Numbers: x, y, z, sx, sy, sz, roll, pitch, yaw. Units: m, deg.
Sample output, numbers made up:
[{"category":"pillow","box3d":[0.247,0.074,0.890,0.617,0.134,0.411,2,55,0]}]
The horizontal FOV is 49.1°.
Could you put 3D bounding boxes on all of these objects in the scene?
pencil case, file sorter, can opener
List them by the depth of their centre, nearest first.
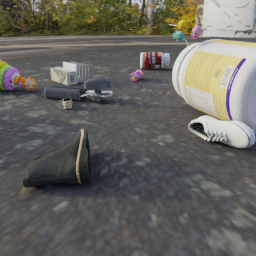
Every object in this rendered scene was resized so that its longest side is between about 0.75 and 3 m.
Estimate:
[{"category":"can opener","box3d":[-1.732,-1.404,9.762,2.510,0.839,0.670,6,22,15]},{"category":"file sorter","box3d":[-2.368,-2.569,12.800,0.714,0.795,1.146,-14,25,-39]},{"category":"pencil case","box3d":[0.403,-2.431,12.950,0.430,0.430,0.972,7,23,17]}]

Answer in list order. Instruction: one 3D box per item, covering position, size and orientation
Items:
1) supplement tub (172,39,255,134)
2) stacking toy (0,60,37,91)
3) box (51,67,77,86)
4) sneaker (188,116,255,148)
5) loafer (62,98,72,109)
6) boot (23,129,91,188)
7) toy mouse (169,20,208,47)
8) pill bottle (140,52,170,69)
[{"category":"supplement tub","box3d":[2.772,-1.281,7.677,2.146,2.146,2.951,-9,24,-22]},{"category":"stacking toy","box3d":[-4.808,-1.988,11.006,2.597,1.507,1.425,18,22,6]},{"category":"box","box3d":[-2.845,-2.299,12.376,0.497,0.598,1.455,-19,27,-38]},{"category":"sneaker","box3d":[2.060,0.134,6.386,0.596,0.615,1.683,-21,19,-23]},{"category":"loafer","box3d":[-1.968,-0.855,9.122,0.327,0.295,0.863,-6,23,-15]},{"category":"boot","box3d":[-1.294,0.509,5.350,1.121,0.628,1.621,-7,21,-4]},{"category":"toy mouse","box3d":[1.635,-2.647,7.723,1.091,0.211,0.970,1,59,14]},{"category":"pill bottle","box3d":[1.498,-3.753,15.585,1.571,0.897,0.897,-1,22,-1]}]
